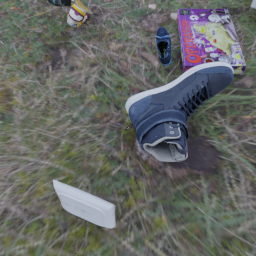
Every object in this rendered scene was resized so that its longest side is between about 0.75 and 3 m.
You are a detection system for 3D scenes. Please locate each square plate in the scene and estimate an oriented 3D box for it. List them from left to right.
[{"bbox_3d":[-0.807,1.482,5.214,1.199,1.211,0.172,19,55,11],"label":"square plate"}]

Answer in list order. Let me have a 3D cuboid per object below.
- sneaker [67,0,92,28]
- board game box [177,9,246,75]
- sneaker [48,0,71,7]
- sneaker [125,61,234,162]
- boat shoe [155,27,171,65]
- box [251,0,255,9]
[{"bbox_3d":[-1.622,-3.637,9.020,0.607,0.730,1.619,39,15,-10],"label":"sneaker"},{"bbox_3d":[2.461,-2.745,8.634,1.706,0.459,2.843,-2,54,6],"label":"board game box"},{"bbox_3d":[-2.126,-4.063,8.856,0.443,0.422,1.118,5,23,9],"label":"sneaker"},{"bbox_3d":[1.358,-0.327,6.208,2.669,1.015,1.928,-25,41,9],"label":"sneaker"},{"bbox_3d":[0.999,-2.297,7.642,0.483,0.394,1.147,-17,70,16],"label":"boat shoe"},{"bbox_3d":[5.846,-4.719,8.873,2.724,1.790,2.738,27,51,18],"label":"box"}]
